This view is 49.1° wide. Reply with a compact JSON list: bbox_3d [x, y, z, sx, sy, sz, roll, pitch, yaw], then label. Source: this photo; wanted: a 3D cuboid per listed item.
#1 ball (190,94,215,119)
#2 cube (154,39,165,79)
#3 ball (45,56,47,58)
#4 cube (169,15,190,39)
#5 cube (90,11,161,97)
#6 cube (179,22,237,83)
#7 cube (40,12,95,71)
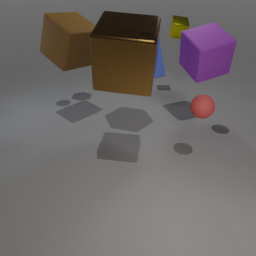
[{"bbox_3d":[2.153,-0.620,8.084,0.700,0.700,0.700,0,29,0],"label":"ball"},{"bbox_3d":[0.250,-2.279,9.463,1.400,1.400,1.400,-5,10,35],"label":"cube"},{"bbox_3d":[-2.971,-3.026,11.020,0.700,0.700,0.700,0,29,0],"label":"ball"},{"bbox_3d":[2.239,-4.418,12.319,0.700,0.700,0.700,7,52,-6],"label":"cube"},{"bbox_3d":[-0.029,-1.765,6.622,1.400,1.400,1.400,7,43,5],"label":"cube"},{"bbox_3d":[2.824,-2.737,10.183,1.400,1.400,1.400,-18,50,-10],"label":"cube"},{"bbox_3d":[-1.993,-3.001,9.638,1.400,1.400,1.400,41,42,22],"label":"cube"}]
